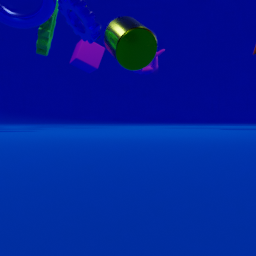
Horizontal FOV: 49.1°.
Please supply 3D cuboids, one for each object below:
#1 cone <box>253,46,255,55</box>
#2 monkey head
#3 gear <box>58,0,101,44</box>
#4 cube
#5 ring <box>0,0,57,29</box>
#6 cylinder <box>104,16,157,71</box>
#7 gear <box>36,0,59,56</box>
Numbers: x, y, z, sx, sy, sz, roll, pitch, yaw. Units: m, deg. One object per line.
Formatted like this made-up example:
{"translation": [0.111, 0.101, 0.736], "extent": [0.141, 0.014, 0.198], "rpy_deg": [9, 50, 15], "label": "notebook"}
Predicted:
{"translation": [3.301, -2.143, 6.465], "extent": [1.094, 1.099, 1.094], "rpy_deg": [30, 26, -17], "label": "cone"}
{"translation": [0.626, -2.421, 10.140], "extent": [1.556, 0.938, 1.120], "rpy_deg": [-8, 18, 0], "label": "monkey head"}
{"translation": [-1.176, -2.645, 6.789], "extent": [0.231, 1.247, 1.247], "rpy_deg": [-44, 15, -15], "label": "gear"}
{"translation": [-1.795, -3.157, 12.285], "extent": [1.029, 1.029, 1.029], "rpy_deg": [23, -12, -25], "label": "cube"}
{"translation": [-2.960, -3.628, 7.614], "extent": [2.008, 0.402, 2.008], "rpy_deg": [-11, -36, -8], "label": "ring"}
{"translation": [0.056, -2.579, 8.497], "extent": [1.287, 1.287, 1.287], "rpy_deg": [0, 33, -24], "label": "cylinder"}
{"translation": [-2.881, -3.600, 10.021], "extent": [0.362, 1.960, 1.960], "rpy_deg": [13, -3, -15], "label": "gear"}
